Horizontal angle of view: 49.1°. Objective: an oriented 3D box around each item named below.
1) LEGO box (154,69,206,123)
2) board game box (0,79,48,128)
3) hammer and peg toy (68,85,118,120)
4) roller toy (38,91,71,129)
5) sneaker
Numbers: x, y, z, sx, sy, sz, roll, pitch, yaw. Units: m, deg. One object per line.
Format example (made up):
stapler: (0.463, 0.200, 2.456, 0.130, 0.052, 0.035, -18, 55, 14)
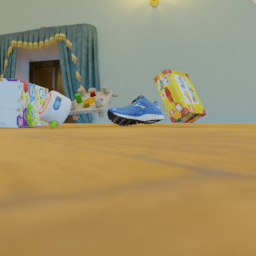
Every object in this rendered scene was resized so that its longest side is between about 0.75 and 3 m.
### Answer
LEGO box: (1.903, -1.142, 10.256, 1.370, 1.840, 0.710, 0, -27, -45)
board game box: (-3.876, -0.787, 9.619, 1.497, 1.470, 2.854, 1, 2, 1)
hammer and peg toy: (-1.354, -1.187, 11.084, 1.577, 0.756, 2.145, -4, 33, 16)
roller toy: (-2.019, -0.542, 7.604, 0.657, 0.858, 0.941, 29, 16, -30)
sneaker: (0.288, -0.784, 12.360, 2.685, 1.197, 1.055, -2, -15, -31)
